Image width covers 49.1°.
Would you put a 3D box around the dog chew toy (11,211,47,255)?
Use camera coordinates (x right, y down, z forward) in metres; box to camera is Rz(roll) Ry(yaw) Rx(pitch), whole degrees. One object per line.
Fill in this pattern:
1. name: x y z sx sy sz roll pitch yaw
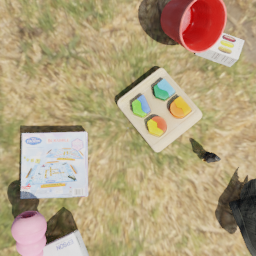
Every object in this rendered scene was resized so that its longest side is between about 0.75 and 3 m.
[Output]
1. dog chew toy: -2.379 2.725 6.851 0.813 0.813 1.305 -3 99 0

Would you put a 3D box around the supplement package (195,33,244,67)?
1. supplement package: 2.650 -2.339 8.145 1.129 0.618 0.642 20 83 2

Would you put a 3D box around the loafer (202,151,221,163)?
1. loafer: 2.243 0.836 7.544 0.302 0.831 0.300 39 87 0

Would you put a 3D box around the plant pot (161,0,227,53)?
1. plant pot: 1.640 -2.881 7.531 1.463 1.463 1.295 -38 39 -5

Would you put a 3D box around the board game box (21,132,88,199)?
1. board game box: -2.009 1.013 7.755 1.786 0.367 1.781 -1 82 -3

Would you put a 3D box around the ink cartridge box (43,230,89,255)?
1. ink cartridge box: -1.674 3.744 7.116 1.730 0.352 1.733 -29 79 14

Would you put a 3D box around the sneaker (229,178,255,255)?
1. sneaker: 3.292 2.318 7.219 0.965 0.555 1.849 -29 53 19

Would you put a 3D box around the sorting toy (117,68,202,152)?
1. sorting toy: 0.909 -0.544 7.997 1.761 0.347 1.903 -38 84 -5
